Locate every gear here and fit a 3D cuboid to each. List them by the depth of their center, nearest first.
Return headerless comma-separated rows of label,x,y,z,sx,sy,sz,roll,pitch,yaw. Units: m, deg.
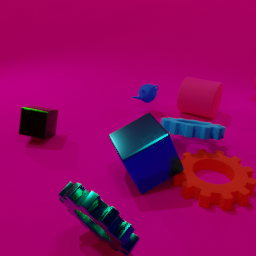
gear,-0.489,1.459,4.504,1.449,1.449,0.268,22,56,34
gear,1.909,1.094,6.335,1.756,0.325,1.756,0,29,0
gear,1.682,0.001,7.373,1.624,0.300,1.624,7,8,-1

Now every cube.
cube,0.392,0.536,6.200,1.099,1.099,1.099,-29,34,-3
cube,-2.502,-0.176,7.885,0.767,0.767,0.767,11,10,7

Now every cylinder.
cylinder,2.374,-1.012,9.248,1.171,1.171,1.171,16,33,26

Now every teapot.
teapot,0.594,-1.169,9.348,0.515,1.052,0.654,22,52,-46
